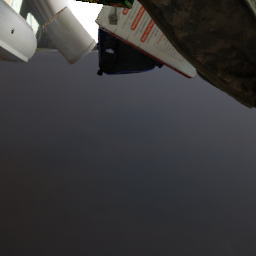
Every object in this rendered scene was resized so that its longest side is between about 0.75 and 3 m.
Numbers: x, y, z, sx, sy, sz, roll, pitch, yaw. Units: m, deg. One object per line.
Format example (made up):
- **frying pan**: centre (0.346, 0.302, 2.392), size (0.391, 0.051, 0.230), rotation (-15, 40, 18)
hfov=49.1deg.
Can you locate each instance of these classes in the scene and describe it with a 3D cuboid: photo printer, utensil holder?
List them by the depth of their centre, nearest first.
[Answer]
- **photo printer**: centre (-2.629, -1.668, 4.120), size (1.834, 0.766, 2.205), rotation (10, -1, 4)
- **utensil holder**: centre (-1.739, -2.730, 8.258), size (1.097, 1.291, 1.097), rotation (-29, 31, 19)

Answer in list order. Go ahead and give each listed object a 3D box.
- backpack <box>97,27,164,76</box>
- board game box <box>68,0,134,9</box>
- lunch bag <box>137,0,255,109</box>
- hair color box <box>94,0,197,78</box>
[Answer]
- **backpack**: centre (-0.076, -3.107, 9.922), size (2.363, 2.251, 1.820), rotation (-7, 19, -9)
- **board game box**: centre (-0.804, -2.834, 4.732), size (2.533, 1.327, 0.297), rotation (23, 10, 30)
- **lunch bag**: centre (1.934, -2.018, 4.519), size (1.744, 2.966, 2.432), rotation (-1, 53, 56)
- **hair color box**: centre (0.780, -2.616, 7.103), size (2.826, 1.567, 0.903), rotation (30, 10, -2)
